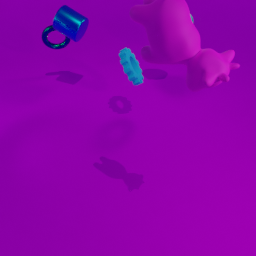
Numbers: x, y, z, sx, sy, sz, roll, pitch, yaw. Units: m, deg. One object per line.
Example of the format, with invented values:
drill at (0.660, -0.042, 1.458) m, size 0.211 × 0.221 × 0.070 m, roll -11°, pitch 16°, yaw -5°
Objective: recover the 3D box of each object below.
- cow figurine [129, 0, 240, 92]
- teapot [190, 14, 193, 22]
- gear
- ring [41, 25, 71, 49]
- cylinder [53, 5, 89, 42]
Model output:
cow figurine at (0.671, -1.001, 3.289) m, size 1.168 × 1.187 × 0.652 m, roll 21°, pitch 58°, yaw 39°
teapot at (1.664, -3.496, 9.700) m, size 1.131 × 0.891 × 1.819 m, roll 9°, pitch -5°, yaw 15°
gear at (0.108, -1.800, 8.241) m, size 0.204 × 1.103 × 1.103 m, roll -22°, pitch 31°, yaw 22°
ring at (-2.624, -3.323, 10.268) m, size 1.057 × 1.057 × 0.211 m, roll -9°, pitch 58°, yaw -12°
cylinder at (-1.880, -3.439, 9.245) m, size 0.870 × 0.870 × 0.870 m, roll 31°, pitch 41°, yaw -1°
